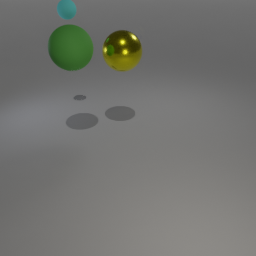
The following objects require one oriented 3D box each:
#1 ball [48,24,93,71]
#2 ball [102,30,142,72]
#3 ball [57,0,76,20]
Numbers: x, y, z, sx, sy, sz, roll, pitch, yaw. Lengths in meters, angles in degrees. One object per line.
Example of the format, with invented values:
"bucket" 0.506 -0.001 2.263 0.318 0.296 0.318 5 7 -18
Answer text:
"ball" -1.787 -2.499 8.774 1.400 1.400 1.400 0 28 0
"ball" -0.197 -2.667 9.739 1.400 1.400 1.400 0 28 0
"ball" -2.236 -4.328 10.218 0.700 0.700 0.700 0 28 0
